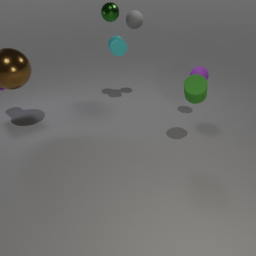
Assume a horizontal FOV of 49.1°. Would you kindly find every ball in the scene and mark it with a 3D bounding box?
[{"bbox_3d":[2.756,-2.027,10.833,0.700,0.700,0.700,0,30,0],"label":"ball"},{"bbox_3d":[-0.680,-4.406,10.662,0.700,0.700,0.700,0,30,0],"label":"ball"},{"bbox_3d":[-4.057,-2.022,9.622,1.400,1.400,1.400,0,30,0],"label":"ball"},{"bbox_3d":[0.259,-4.285,11.098,0.700,0.700,0.700,0,30,0],"label":"ball"}]

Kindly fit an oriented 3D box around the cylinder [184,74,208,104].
[{"bbox_3d":[2.102,-1.202,8.706,0.700,0.700,0.700,-4,71,13],"label":"cylinder"}]

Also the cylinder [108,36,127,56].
[{"bbox_3d":[-0.442,-3.435,11.731,0.700,0.700,0.700,-7,31,-11],"label":"cylinder"}]

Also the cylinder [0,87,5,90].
[{"bbox_3d":[-4.864,-1.811,10.759,0.700,0.700,0.700,-18,12,-29],"label":"cylinder"}]
